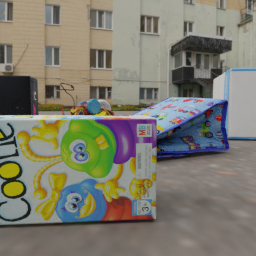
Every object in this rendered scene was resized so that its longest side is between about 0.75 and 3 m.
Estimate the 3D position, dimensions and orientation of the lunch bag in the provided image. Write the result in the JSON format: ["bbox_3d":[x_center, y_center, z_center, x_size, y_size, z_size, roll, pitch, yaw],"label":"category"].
[{"bbox_3d":[0.459,0.054,4.476,1.828,0.860,1.377,-13,13,-30],"label":"lunch bag"}]

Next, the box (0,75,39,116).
[{"bbox_3d":[-4.847,-0.945,10.028,2.977,1.820,1.579,-2,6,-10],"label":"box"}]

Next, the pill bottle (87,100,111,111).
[{"bbox_3d":[-1.966,-1.048,16.300,1.121,1.121,2.150,-3,5,-34],"label":"pill bottle"}]

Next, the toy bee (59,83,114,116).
[{"bbox_3d":[-1.533,-0.430,9.614,2.231,1.213,1.460,22,-18,-20],"label":"toy bee"}]

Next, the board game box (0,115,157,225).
[{"bbox_3d":[-0.480,0.242,1.983,1.271,0.666,0.654,-1,4,-5],"label":"board game box"}]

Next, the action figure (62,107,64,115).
[{"bbox_3d":[-3.006,-0.706,14.168,0.539,0.817,1.651,-3,6,-7],"label":"action figure"}]

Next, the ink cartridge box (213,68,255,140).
[{"bbox_3d":[3.093,-0.597,7.137,1.600,1.558,2.489,0,5,7],"label":"ink cartridge box"}]
